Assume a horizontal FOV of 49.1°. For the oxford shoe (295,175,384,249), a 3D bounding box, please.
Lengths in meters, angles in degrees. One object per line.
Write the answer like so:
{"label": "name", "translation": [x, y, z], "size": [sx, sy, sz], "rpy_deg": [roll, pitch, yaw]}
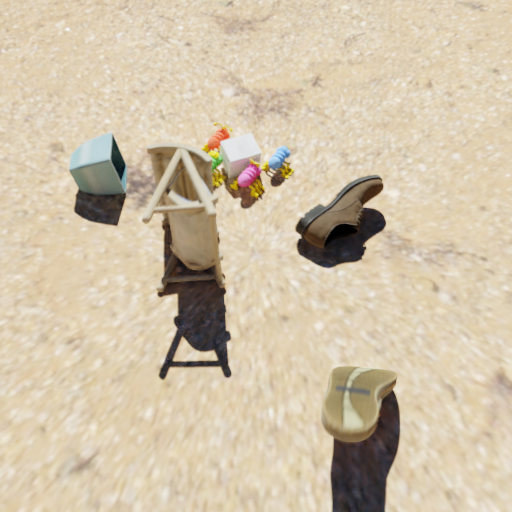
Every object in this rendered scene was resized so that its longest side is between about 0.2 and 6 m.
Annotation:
{"label": "oxford shoe", "translation": [1.837, -0.819, 11.037], "size": [2.125, 0.772, 0.897], "rpy_deg": [-38, 63, -17]}

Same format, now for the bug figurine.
{"label": "bug figurine", "translation": [-0.356, -2.122, 12.253], "size": [2.230, 0.574, 1.730], "rpy_deg": [20, 52, 16]}

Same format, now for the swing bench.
{"label": "swing bench", "translation": [-1.260, -0.708, 10.071], "size": [1.261, 1.933, 1.944], "rpy_deg": [-4, 49, -2]}

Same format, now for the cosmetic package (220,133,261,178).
{"label": "cosmetic package", "translation": [-0.351, -2.175, 12.182], "size": [0.737, 0.608, 0.608], "rpy_deg": [-18, 66, -15]}

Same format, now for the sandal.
{"label": "sandal", "translation": [1.425, 2.115, 7.954], "size": [0.958, 0.644, 2.385], "rpy_deg": [7, 12, 18]}

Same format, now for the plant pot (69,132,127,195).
{"label": "plant pot", "translation": [-3.364, -1.858, 11.819], "size": [0.987, 0.969, 0.966], "rpy_deg": [-12, 49, 2]}
